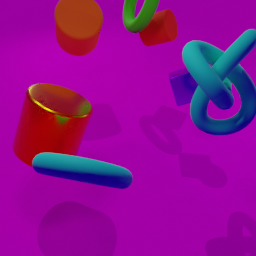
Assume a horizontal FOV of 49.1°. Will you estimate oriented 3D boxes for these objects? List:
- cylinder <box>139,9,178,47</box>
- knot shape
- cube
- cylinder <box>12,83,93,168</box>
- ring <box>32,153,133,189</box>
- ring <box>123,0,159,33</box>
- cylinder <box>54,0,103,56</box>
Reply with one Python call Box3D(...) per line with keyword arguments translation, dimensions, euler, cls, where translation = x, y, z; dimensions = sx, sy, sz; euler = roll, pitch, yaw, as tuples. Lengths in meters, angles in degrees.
Box3D(translation=(0.927, -3.051, 8.592), dimensions=(0.920, 0.920, 0.920), euler=(-3, 33, 34), cls="cylinder")
Box3D(translation=(1.585, -0.854, 4.834), dimensions=(0.901, 1.949, 1.824), euler=(13, 2, 44), cls="knot shape")
Box3D(translation=(1.491, -1.084, 7.074), dimensions=(0.754, 0.754, 0.754), euler=(-16, 17, 13), cls="cube")
Box3D(translation=(-1.480, -0.029, 5.505), dimensions=(1.272, 1.272, 1.272), euler=(20, 25, -10), cls="cylinder")
Box3D(translation=(-0.602, 0.592, 3.795), dimensions=(1.351, 1.351, 0.270), euler=(8, 77, 10), cls="ring")
Box3D(translation=(0.355, -3.527, 7.725), dimensions=(0.357, 1.784, 1.784), euler=(8, 34, -26), cls="ring")
Box3D(translation=(-1.496, -3.040, 8.423), dimensions=(1.351, 1.351, 1.351), euler=(1, 83, -12), cls="cylinder")
